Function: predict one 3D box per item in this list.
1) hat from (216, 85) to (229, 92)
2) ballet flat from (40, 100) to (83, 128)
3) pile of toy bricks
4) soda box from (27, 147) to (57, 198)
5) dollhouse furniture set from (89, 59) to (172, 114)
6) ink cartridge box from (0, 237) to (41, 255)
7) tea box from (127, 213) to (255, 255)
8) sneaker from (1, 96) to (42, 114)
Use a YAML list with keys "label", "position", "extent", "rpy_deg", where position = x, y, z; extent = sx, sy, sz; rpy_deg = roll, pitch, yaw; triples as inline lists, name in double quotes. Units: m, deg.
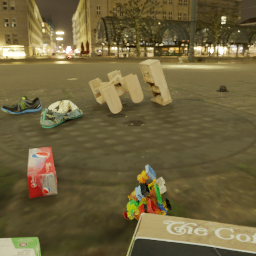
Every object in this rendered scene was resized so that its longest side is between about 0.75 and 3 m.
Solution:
- label: "hat"
  position: [5.535, -2.307, 16.327]
  extent: [0.817, 0.330, 0.817]
  rpy_deg: [-1, 16, 0]
- label: "ballet flat"
  position: [-2.214, -0.593, 9.678]
  extent: [0.792, 0.792, 2.133]
  rpy_deg: [5, 17, 17]
- label: "pile of toy bricks"
  position: [0.207, 1.128, 4.167]
  extent: [0.628, 0.706, 1.272]
  rpy_deg: [-36, 21, 16]
- label: "soda box"
  position: [-1.656, 0.797, 5.365]
  extent: [0.481, 0.435, 1.373]
  rpy_deg: [-5, 16, -17]
- label: "dollhouse furniture set"
  position: [0.142, -1.526, 12.235]
  extent: [2.945, 1.917, 2.706]
  rpy_deg: [-26, 22, -11]
- label: "ink cartridge box"
  position: [-1.314, 1.554, 2.863]
  extent: [0.634, 0.366, 0.868]
  rpy_deg: [-1, 16, -4]
- label: "tea box"
  position: [0.933, 1.565, 0.674]
  extent: [2.307, 1.541, 2.269]
  rpy_deg: [4, 17, 13]
- label: "sneaker"
  position: [-4.120, -0.893, 10.824]
  extent: [1.572, 0.652, 0.557]
  rpy_deg: [-15, 20, -42]
